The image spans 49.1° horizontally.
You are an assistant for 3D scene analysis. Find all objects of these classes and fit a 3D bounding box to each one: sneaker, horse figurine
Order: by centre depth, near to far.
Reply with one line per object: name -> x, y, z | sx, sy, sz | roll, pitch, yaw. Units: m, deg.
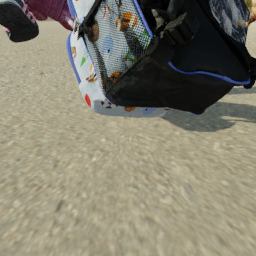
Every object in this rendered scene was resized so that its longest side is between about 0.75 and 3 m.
horse figurine -> 2.684, -1.734, 5.155 | 0.712, 2.854, 1.891 | -22, 7, 5
sneaker -> -3.053, -3.122, 7.410 | 0.944, 1.104, 2.692 | -22, 1, -9

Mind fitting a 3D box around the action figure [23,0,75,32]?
action figure -> -1.918, -3.222, 7.651 | 2.923, 1.958, 2.176 | 18, 47, -22

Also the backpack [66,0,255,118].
backpack -> 0.319, -1.470, 4.208 | 2.104, 2.602, 2.731 | -28, -20, 36

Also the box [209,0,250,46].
box -> 1.828, -2.695, 6.807 | 1.286, 2.250, 2.471 | -11, 47, 43
